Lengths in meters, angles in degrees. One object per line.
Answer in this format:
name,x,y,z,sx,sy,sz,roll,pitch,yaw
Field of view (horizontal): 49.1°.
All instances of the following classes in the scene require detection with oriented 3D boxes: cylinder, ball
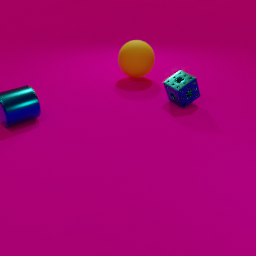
cylinder,-2.998,-0.593,7.559,0.936,0.936,0.936,-24,38,-35
ball,0.308,-2.519,10.277,1.342,1.342,1.342,0,30,0

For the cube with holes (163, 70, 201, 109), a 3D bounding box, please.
cube with holes,1.645,-1.176,8.542,0.720,0.720,0.720,-36,41,-10
